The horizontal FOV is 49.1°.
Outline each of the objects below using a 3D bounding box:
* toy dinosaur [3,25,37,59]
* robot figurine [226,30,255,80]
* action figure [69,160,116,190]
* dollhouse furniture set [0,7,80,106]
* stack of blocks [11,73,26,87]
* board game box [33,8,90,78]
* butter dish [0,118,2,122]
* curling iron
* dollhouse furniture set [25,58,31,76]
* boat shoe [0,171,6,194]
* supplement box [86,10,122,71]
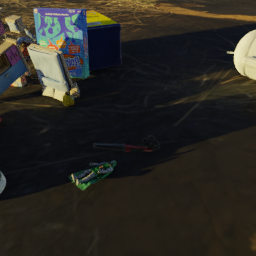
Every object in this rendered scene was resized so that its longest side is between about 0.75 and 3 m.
[{"bbox_3d":[-3.472,-2.781,10.315,2.213,1.281,2.439,-17,45,-44],"label":"toy dinosaur"},{"bbox_3d":[4.689,-2.245,9.062,2.378,1.583,2.804,-20,39,-37],"label":"robot figurine"},{"bbox_3d":[-0.641,0.876,5.658,0.968,0.265,0.572,-21,36,-33],"label":"action figure"},{"bbox_3d":[-2.824,-1.574,7.542,2.542,2.400,1.659,20,56,20],"label":"dollhouse furniture set"},{"bbox_3d":[-3.931,-1.736,9.181,1.054,0.607,0.309,8,35,10],"label":"stack of blocks"},{"bbox_3d":[-2.172,-2.811,9.330,1.653,2.174,0.489,6,27,11],"label":"board game box"},{"bbox_3d":[-3.937,-0.212,6.593,1.328,0.981,1.324,3,35,4],"label":"butter dish"},{"bbox_3d":[-0.041,0.369,6.305,1.514,0.375,0.193,-3,9,9],"label":"curling iron"},{"bbox_3d":[-3.856,-2.031,9.888,0.825,0.586,0.654,-12,-7,-26],"label":"dollhouse furniture set"},{"bbox_3d":[-3.706,0.585,5.398,2.968,0.887,1.061,14,50,21],"label":"boat shoe"},{"bbox_3d":[-1.492,-3.506,10.974,1.532,1.522,2.797,-15,37,-21],"label":"supplement box"}]
